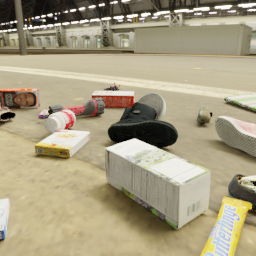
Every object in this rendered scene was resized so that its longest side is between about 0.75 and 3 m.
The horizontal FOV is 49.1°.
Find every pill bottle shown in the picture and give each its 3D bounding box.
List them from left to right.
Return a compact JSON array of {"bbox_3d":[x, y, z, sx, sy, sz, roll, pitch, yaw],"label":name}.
[{"bbox_3d":[-2.453,-0.221,10.074,0.707,0.707,1.260,5,14,15],"label":"pill bottle"}]

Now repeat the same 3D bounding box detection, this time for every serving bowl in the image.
[{"bbox_3d":[0.865,-0.602,10.745,1.451,1.451,0.477,19,-9,44],"label":"serving bowl"}]

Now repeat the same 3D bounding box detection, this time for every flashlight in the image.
[{"bbox_3d":[-2.134,-0.800,11.771,2.317,0.784,0.787,-9,7,-32],"label":"flashlight"}]

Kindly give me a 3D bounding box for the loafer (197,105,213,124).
[{"bbox_3d":[3.153,-0.498,11.463,0.539,0.582,1.549,17,26,11],"label":"loafer"}]

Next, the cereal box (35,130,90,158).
[{"bbox_3d":[-2.017,0.450,8.870,1.143,0.314,1.589,5,19,13],"label":"cereal box"}]

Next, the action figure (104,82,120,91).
[{"bbox_3d":[-1.008,-2.630,17.655,1.037,0.543,1.004,2,10,6],"label":"action figure"}]

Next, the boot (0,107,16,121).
[{"bbox_3d":[-5.524,-0.488,11.080,1.404,0.674,1.920,8,19,24],"label":"boot"}]

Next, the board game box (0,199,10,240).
[{"bbox_3d":[-2.803,1.752,5.180,1.067,0.231,1.062,-6,20,-17],"label":"board game box"}]

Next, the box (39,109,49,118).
[{"bbox_3d":[-3.486,-0.627,12.265,0.597,0.171,0.873,0,19,-1],"label":"box"}]

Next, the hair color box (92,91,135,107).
[{"bbox_3d":[-0.712,-1.455,13.995,2.044,0.626,1.037,2,19,3],"label":"hair color box"}]

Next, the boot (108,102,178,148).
[{"bbox_3d":[0.688,-0.217,9.615,2.378,0.908,1.998,1,27,23],"label":"boot"}]

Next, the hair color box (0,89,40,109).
[{"bbox_3d":[-5.207,-1.418,13.479,1.764,0.895,0.540,-1,18,-2],"label":"hair color box"}]

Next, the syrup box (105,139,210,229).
[{"bbox_3d":[0.527,1.057,6.087,0.922,0.954,2.343,-15,22,-36],"label":"syrup box"}]

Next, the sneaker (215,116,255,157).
[{"bbox_3d":[3.829,0.193,8.856,1.140,0.821,2.181,-12,28,-23],"label":"sneaker"}]

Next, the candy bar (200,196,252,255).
[{"bbox_3d":[1.710,1.845,4.901,0.568,0.253,2.279,10,21,29],"label":"candy bar"}]

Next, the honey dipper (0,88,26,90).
[{"bbox_3d":[-6.946,-2.242,16.807,1.800,0.342,0.342,-10,21,-32],"label":"honey dipper"}]

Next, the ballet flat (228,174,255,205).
[{"bbox_3d":[3.036,1.360,5.682,1.941,0.709,0.709,12,22,31],"label":"ballet flat"}]

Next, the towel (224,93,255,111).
[{"bbox_3d":[6.240,-1.191,13.810,1.870,0.385,2.507,-9,23,-18],"label":"towel"}]
